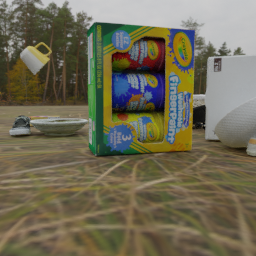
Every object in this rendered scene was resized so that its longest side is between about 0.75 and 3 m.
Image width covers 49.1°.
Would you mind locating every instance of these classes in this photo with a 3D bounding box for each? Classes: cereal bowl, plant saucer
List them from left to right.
[{"bbox_3d":[-2.143,-0.030,8.783,1.764,0.443,1.764,-1,6,0],"label":"plant saucer"},{"bbox_3d":[2.701,-0.036,5.940,1.574,0.655,1.574,-18,-27,-10],"label":"cereal bowl"}]

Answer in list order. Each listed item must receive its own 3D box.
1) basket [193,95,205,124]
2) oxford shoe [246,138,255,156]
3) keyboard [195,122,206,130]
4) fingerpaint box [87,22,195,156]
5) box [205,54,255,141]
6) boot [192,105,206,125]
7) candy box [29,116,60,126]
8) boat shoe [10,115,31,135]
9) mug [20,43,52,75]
[{"bbox_3d":[3.591,-0.868,12.691,1.629,1.322,1.643,0,5,1],"label":"basket"},{"bbox_3d":[2.933,0.345,5.492,1.299,0.375,0.488,0,3,-14],"label":"oxford shoe"},{"bbox_3d":[3.055,0.006,9.515,1.549,0.251,2.438,6,5,-4],"label":"keyboard"},{"bbox_3d":[0.254,-0.755,5.779,2.072,2.483,0.911,-1,7,-17],"label":"fingerpaint box"},{"bbox_3d":[3.227,-0.750,7.333,2.164,2.153,1.414,3,6,25],"label":"box"},{"bbox_3d":[1.859,-0.434,10.882,2.323,0.850,1.749,-12,4,-20],"label":"boot"},{"bbox_3d":[-3.688,-0.314,11.881,0.816,0.395,1.399,4,5,40],"label":"candy box"},{"bbox_3d":[-3.360,-0.105,8.759,0.604,0.594,1.675,-2,6,-18],"label":"boat shoe"},{"bbox_3d":[-3.037,-2.313,9.170,0.721,0.739,0.900,-18,32,55],"label":"mug"}]
